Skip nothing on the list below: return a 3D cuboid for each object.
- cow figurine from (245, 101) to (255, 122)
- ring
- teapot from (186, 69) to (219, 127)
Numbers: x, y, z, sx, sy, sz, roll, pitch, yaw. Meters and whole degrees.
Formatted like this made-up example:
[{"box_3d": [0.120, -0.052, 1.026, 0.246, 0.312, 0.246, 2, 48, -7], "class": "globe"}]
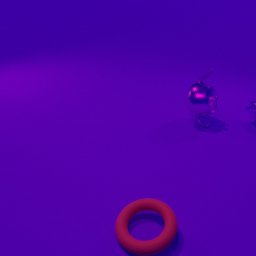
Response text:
[{"box_3d": [4.117, -0.407, 8.396, 0.526, 0.958, 0.943, -49, 14, -5], "class": "cow figurine"}, {"box_3d": [0.319, 1.711, 4.948, 1.107, 0.221, 1.107, -8, 35, 6], "class": "ring"}, {"box_3d": [2.307, -0.899, 8.465, 0.857, 1.750, 1.088, 0, 1, 39], "class": "teapot"}]
